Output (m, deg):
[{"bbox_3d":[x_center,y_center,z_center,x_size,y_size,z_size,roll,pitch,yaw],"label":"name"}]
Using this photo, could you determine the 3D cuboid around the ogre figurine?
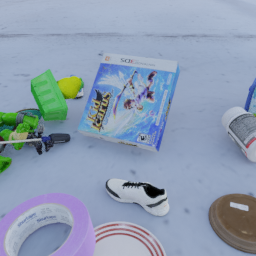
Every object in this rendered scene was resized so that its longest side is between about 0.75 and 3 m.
[{"bbox_3d":[-4.145,0.433,8.438,1.672,1.368,2.788,20,72,11],"label":"ogre figurine"}]

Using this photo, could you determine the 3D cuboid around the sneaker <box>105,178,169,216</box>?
[{"bbox_3d":[0.230,1.597,7.236,1.800,0.720,0.664,14,38,22],"label":"sneaker"}]

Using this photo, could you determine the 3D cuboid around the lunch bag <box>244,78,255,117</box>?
[{"bbox_3d":[5.117,-1.172,10.094,1.025,1.998,2.485,29,45,33],"label":"lunch bag"}]

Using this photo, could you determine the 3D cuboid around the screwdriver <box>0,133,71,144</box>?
[{"bbox_3d":[-2.807,0.359,8.545,0.367,0.352,2.521,-18,-10,37],"label":"screwdriver"}]

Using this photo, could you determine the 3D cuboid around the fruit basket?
[{"bbox_3d":[-2.475,-1.267,10.201,1.846,1.331,1.846,7,66,-16],"label":"fruit basket"}]

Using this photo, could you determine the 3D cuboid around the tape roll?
[{"bbox_3d":[-1.766,2.357,5.902,2.081,0.683,2.081,-6,32,4],"label":"tape roll"}]

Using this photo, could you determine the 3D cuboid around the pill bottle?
[{"bbox_3d":[3.821,0.139,8.935,1.021,1.021,1.793,-7,38,-11],"label":"pill bottle"}]

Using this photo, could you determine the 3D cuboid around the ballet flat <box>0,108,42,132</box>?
[{"bbox_3d":[-4.101,-0.240,9.918,2.089,0.736,0.682,-27,34,-38],"label":"ballet flat"}]

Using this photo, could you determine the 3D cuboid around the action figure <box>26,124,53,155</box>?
[{"bbox_3d":[-3.125,0.225,9.112,1.598,0.816,0.950,27,24,32],"label":"action figure"}]

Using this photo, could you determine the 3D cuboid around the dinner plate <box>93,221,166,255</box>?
[{"bbox_3d":[-0.197,2.857,5.810,2.048,0.248,2.048,-1,35,0],"label":"dinner plate"}]

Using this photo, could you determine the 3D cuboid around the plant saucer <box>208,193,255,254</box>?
[{"bbox_3d":[2.835,2.198,6.770,1.705,0.251,1.705,-1,34,0],"label":"plant saucer"}]

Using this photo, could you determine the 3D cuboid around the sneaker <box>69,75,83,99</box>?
[{"bbox_3d":[-2.325,-2.018,12.456,0.709,0.722,1.873,-12,35,-13],"label":"sneaker"}]

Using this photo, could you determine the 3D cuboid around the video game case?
[{"bbox_3d":[0.046,-0.951,9.357,2.714,0.681,2.995,11,75,20],"label":"video game case"}]
